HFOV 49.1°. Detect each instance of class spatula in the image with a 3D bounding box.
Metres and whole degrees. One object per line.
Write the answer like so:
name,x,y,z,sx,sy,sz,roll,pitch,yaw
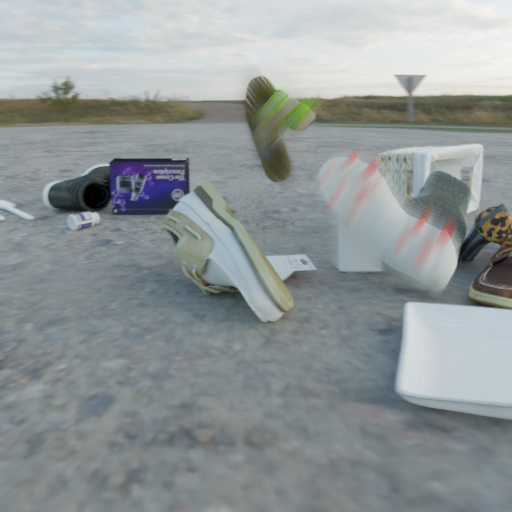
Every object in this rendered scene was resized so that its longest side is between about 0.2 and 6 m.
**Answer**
spatula,-6.615,-1.045,13.573,1.797,0.207,2.584,-7,18,-40

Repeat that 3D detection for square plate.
square plate,2.766,1.137,5.966,2.399,0.341,2.377,5,17,16

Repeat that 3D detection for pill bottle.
pill bottle,-3.787,-0.777,12.315,0.348,0.348,0.626,14,21,38

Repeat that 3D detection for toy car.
toy car,0.366,-2.029,8.862,0.775,0.982,0.806,34,13,4

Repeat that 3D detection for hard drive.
hard drive,1.711,-0.268,9.257,0.687,1.042,0.137,-1,12,7

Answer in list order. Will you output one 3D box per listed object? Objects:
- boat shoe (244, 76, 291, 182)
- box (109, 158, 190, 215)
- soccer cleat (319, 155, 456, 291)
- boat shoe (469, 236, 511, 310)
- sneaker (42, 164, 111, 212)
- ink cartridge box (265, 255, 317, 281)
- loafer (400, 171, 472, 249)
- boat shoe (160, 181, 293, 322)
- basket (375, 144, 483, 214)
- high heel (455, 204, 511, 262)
boat shoe,0.220,-2.732,12.257,0.804,2.249,0.739,-16,10,-3
box,-2.572,-1.701,13.707,1.855,1.309,0.732,-1,19,-2
soccer cleat,1.906,-0.514,8.620,0.963,1.078,2.779,-33,53,-10
boat shoe,3.941,0.074,8.429,0.948,0.946,2.627,14,22,39
sneaker,-4.058,-1.727,14.604,1.337,0.953,2.695,11,25,27
ink cartridge box,0.355,0.226,9.156,1.093,0.312,0.888,2,16,-8
loafer,3.193,-0.491,10.439,1.245,1.153,3.310,34,39,15
boat shoe,-0.525,0.049,8.327,1.119,1.223,3.273,-36,35,-2
basket,4.136,-1.822,13.533,2.464,1.670,1.520,-14,20,-39
high heel,4.586,-0.527,9.537,2.078,1.481,0.742,-13,63,-11
